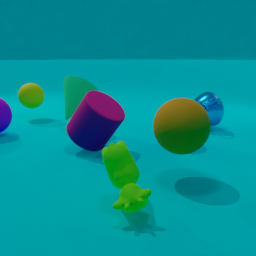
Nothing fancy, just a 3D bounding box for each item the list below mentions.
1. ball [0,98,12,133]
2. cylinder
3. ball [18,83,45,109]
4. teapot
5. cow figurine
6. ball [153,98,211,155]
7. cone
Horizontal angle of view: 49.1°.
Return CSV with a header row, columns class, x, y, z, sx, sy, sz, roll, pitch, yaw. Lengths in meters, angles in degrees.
class,x,y,z,sx,sy,sz,roll,pitch,yaw
ball,-3.497,-0.322,7.153,1.000,1.000,1.000,0,15,0
cylinder,-0.692,-0.146,5.985,0.944,0.944,0.944,28,30,-18
ball,-3.087,-1.026,8.960,0.808,0.808,0.808,0,15,0
teapot,2.132,-0.469,7.836,0.775,0.985,1.584,-16,-17,-13
cow figurine,-0.051,0.645,3.758,0.516,0.940,0.925,-23,7,-1
ball,0.858,-0.027,4.504,0.909,0.909,0.909,0,15,0
cone,-1.381,-0.614,7.174,1.024,1.028,1.024,17,-25,8
